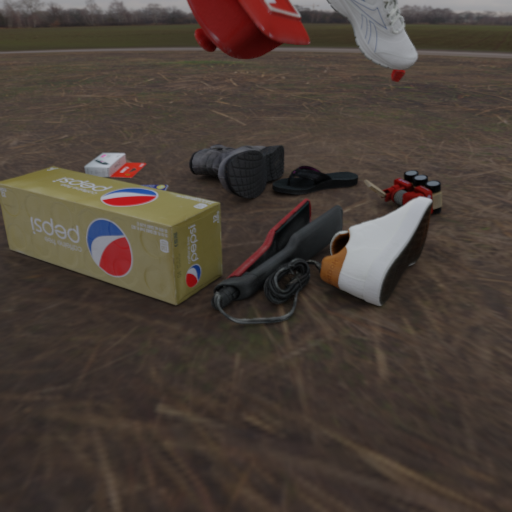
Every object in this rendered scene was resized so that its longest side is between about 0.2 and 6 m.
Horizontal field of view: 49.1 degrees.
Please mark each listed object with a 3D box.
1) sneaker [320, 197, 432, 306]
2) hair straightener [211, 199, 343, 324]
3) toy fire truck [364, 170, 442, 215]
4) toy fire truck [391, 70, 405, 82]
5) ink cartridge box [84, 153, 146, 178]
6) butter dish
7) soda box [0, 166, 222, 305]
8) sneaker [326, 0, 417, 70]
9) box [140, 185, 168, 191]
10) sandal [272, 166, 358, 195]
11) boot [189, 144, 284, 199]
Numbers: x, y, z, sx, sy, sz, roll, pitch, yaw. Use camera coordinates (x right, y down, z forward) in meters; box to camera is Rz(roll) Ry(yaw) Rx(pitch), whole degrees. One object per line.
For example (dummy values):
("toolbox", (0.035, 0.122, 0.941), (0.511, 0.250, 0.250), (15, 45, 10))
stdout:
("sneaker", (1.882, -0.303, 8.603), (1.189, 1.022, 2.808), (17, 31, 27))
("hair straightener", (0.549, 0.035, 8.253), (1.328, 0.706, 3.453), (13, 29, 28))
("toy fire truck", (2.835, -1.210, 10.979), (1.270, 0.817, 1.118), (-19, 30, -13))
("toy fire truck", (2.540, -3.816, 10.359), (0.738, 1.046, 0.255), (16, 45, -5))
("ink cartridge box", (-3.373, -2.189, 13.523), (1.105, 0.277, 1.273), (1, 25, 6))
("butter dish", (-0.183, -1.865, 4.316), (0.713, 0.965, 0.962), (-34, 0, 29))
("soda box", (-2.316, -0.440, 8.658), (3.626, 1.228, 1.160), (14, 29, 28))
("sneaker", (1.944, -3.922, 9.053), (0.773, 2.075, 0.904), (-50, 13, -30))
("box", (-2.657, -1.200, 11.417), (1.605, 0.260, 0.972), (0, 25, 3))
("sandal", (1.276, -1.748, 12.306), (2.079, 0.498, 0.781), (-11, 27, -23))
("boot", (-0.678, -1.920, 12.359), (1.918, 1.017, 2.913), (7, 15, 21))
